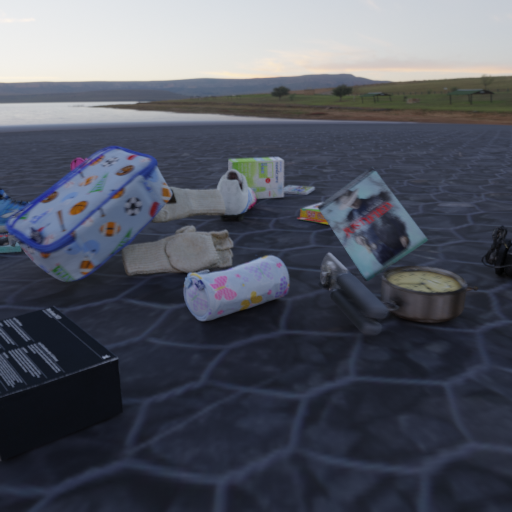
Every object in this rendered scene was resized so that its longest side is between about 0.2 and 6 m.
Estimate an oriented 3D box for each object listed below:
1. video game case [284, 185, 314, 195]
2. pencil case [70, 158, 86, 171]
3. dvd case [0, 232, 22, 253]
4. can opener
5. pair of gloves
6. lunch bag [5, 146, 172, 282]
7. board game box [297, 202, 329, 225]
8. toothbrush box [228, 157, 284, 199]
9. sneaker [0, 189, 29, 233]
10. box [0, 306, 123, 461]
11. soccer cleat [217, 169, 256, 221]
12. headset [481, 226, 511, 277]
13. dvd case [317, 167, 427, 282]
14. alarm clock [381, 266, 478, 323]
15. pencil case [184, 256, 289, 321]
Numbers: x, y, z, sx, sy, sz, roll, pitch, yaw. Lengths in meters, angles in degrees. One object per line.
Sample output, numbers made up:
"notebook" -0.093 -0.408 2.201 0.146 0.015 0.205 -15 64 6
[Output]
"video game case" 1.304 -2.088 17.776 0.890 0.108 0.977 6 18 19
"pencil case" -5.179 -3.014 19.303 1.060 1.027 2.262 -22 2 37
"dvd case" -5.583 -0.347 12.133 1.166 0.176 1.598 -4 17 -12
"can opener" 1.465 0.529 8.266 0.640 0.510 1.913 8 21 -22
"pair of gloves" -1.551 -0.586 10.963 2.103 0.434 2.473 -2 45 -10
"lunch bag" -3.086 -0.846 10.141 2.794 1.056 2.239 -43 43 -22
"board game box" 2.147 -1.203 14.681 1.109 0.348 2.322 13 24 38
"toothbrush box" -0.002 -2.327 16.804 1.572 1.145 0.677 -4 18 -13
"sneaker" -5.129 -0.966 11.674 1.949 0.877 0.764 -14 29 -40
"box" -2.447 1.266 6.097 1.284 0.718 1.820 -17 24 -35
"soccer cleat" -0.499 -1.769 14.940 0.970 1.199 2.778 1 17 2
"headset" 4.721 -0.004 9.742 2.032 0.955 1.255 3 13 -30
"dvd case" 1.946 -0.566 9.602 0.185 1.227 1.681 34 24 -56
"alarm clock" 2.366 0.614 8.354 1.808 0.602 1.220 -10 20 -38
"pencil case" -0.287 0.471 8.620 1.672 0.695 0.759 -12 47 -36
